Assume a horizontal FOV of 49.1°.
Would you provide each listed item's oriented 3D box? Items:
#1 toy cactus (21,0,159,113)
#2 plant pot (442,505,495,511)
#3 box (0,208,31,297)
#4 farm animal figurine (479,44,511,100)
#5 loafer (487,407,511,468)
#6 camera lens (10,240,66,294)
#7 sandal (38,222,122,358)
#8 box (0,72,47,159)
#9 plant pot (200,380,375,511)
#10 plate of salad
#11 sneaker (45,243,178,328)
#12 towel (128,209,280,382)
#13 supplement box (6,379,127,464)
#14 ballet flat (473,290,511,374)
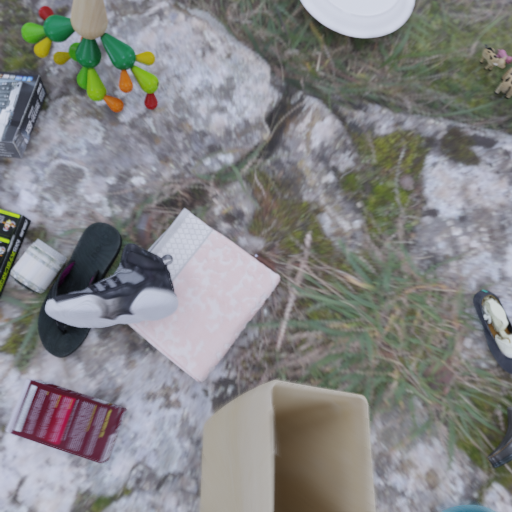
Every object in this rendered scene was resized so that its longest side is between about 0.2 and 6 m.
[{"bbox_3d":[-3.018,-4.049,10.525,2.810,2.319,1.437,33,59,2],"label":"toy cactus"},{"bbox_3d":[3.434,4.825,8.732,1.286,1.286,1.208,-20,103,-5],"label":"plant pot"},{"bbox_3d":[-5.514,-0.116,10.476,1.964,0.467,1.896,15,76,4],"label":"box"},{"bbox_3d":[5.090,-3.706,11.202,1.161,0.605,1.148,10,77,2],"label":"farm animal figurine"},{"bbox_3d":[4.609,2.913,9.736,1.842,0.671,0.666,-36,70,-16],"label":"loafer"},{"bbox_3d":[-4.000,0.210,10.275,0.680,0.680,0.850,32,79,7],"label":"camera lens"},{"bbox_3d":[-3.299,0.545,10.219,0.978,0.623,2.602,17,76,3],"label":"sandal"},{"bbox_3d":[-5.400,-2.809,10.840,2.160,0.537,1.703,7,62,2],"label":"box"},{"bbox_3d":[0.331,3.257,8.610,2.213,1.962,2.216,20,61,-39],"label":"plant pot"},{"bbox_3d":[2.011,-5.562,11.627,2.601,0.625,2.601,3,74,-10],"label":"plate of salad"},{"bbox_3d":[-2.396,0.492,9.445,2.158,0.815,1.228,-4,60,-1],"label":"sneaker"},{"bbox_3d":[-1.139,0.659,10.194,2.294,0.387,2.402,37,78,4],"label":"towel"},{"bbox_3d":[-3.278,2.851,9.750,1.759,0.535,0.957,17,77,5],"label":"supplement box"},{"bbox_3d":[4.410,1.361,10.086,0.589,0.589,1.613,-20,78,-4],"label":"ballet flat"}]
